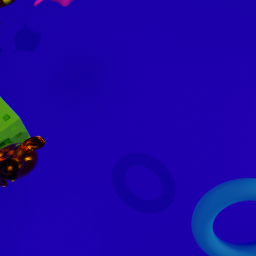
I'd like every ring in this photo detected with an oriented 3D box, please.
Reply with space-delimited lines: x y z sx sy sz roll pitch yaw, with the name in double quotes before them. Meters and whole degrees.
"ring" 2.183 1.806 5.301 1.933 0.387 1.933 1 113 3

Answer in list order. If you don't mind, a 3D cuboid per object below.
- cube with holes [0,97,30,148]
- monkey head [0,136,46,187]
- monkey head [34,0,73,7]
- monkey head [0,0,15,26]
"cube with holes" -2.946 0.003 5.880 1.118 1.118 1.118 44 68 13
"monkey head" -1.932 0.460 4.515 1.212 0.730 0.872 -30 108 28
"monkey head" -1.294 -2.744 5.221 0.729 0.870 1.210 21 107 -22
"monkey head" -2.765 -2.100 5.122 1.672 1.203 1.008 -32 57 -4
